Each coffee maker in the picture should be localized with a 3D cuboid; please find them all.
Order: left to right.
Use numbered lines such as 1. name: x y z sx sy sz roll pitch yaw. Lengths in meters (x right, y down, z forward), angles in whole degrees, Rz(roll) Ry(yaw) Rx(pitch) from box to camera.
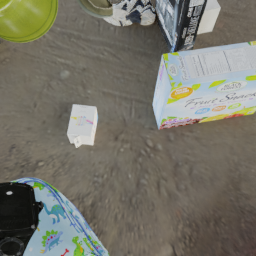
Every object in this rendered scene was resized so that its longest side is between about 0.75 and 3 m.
1. coffee maker: -1.910 1.656 4.235 0.859 1.275 1.225 21 33 -13

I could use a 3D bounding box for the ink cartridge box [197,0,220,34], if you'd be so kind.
1. ink cartridge box: 2.248 -4.090 9.548 1.071 1.076 1.466 -13 66 -6

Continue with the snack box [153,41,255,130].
1. snack box: 2.238 -1.035 7.303 2.930 2.471 0.992 -10 68 -6

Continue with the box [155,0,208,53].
1. box: 1.523 -3.814 8.500 0.677 2.719 2.144 -14 65 -7

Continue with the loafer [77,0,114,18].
1. loafer: -0.949 -3.275 6.517 1.736 0.605 0.653 48 50 7

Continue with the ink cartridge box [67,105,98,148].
1. ink cartridge box: -1.259 -0.016 7.830 0.662 0.679 1.056 5 66 2

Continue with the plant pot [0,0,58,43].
1. plant pot: -2.616 -2.887 5.860 1.942 1.870 1.942 -1 101 -3

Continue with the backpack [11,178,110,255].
1. backpack: -1.892 2.446 6.068 2.325 2.191 2.850 -30 57 -9

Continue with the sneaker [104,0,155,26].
1. sneaker: -0.015 -4.314 9.838 1.913 0.764 1.245 -2 63 0
